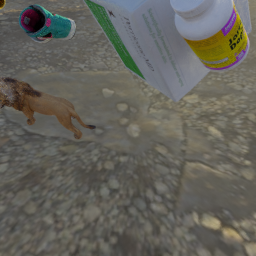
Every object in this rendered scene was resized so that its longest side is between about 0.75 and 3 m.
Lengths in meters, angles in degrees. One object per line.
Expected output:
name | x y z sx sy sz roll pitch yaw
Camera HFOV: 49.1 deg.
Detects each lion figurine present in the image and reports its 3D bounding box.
lion figurine | -1.582 -0.418 5.382 1.918 1.175 0.695 9 62 1

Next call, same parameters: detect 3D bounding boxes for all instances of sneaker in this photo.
sneaker | -2.561 -2.874 7.902 2.026 0.847 1.223 10 3 40

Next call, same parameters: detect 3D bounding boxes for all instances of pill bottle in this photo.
pill bottle | 1.428 -1.773 4.864 0.959 0.959 1.840 37 7 38

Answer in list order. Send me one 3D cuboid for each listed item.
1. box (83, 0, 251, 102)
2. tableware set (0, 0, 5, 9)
box | 0.975 -2.813 6.724 2.841 2.827 2.434 -44 48 -5
tableware set | -3.025 -3.066 5.681 0.309 1.356 2.013 31 0 1
